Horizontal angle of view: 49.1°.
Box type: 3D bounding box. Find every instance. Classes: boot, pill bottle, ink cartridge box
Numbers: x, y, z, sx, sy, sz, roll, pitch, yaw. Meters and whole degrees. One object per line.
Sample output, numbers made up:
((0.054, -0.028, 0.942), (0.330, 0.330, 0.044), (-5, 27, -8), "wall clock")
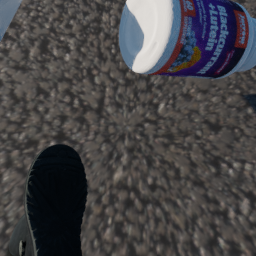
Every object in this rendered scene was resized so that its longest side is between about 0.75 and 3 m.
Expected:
((-1.379, 1.450, 4.431), (0.855, 1.880, 2.238), (0, 82, -34), "boot")
((1.395, -1.783, 5.525), (2.831, 1.577, 1.577), (-3, 62, -32), "pill bottle")
((-3.368, -2.575, 5.120), (2.578, 1.068, 1.892), (49, 116, 12), "ink cartridge box")
